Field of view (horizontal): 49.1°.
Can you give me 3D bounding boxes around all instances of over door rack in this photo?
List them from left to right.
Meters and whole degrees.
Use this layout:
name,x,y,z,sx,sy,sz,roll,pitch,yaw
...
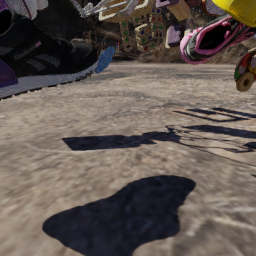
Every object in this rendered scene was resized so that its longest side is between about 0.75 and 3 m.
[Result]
name,x,y,z,sx,sy,sz,roll,pitch,yaw
over door rack,-0.948,-3.625,6.594,1.962,0.884,2.655,45,-10,-36

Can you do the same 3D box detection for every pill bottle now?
name,x,y,z,sx,sy,sz,roll,pitch,yaw
pill bottle,-2.811,-2.912,6.728,1.640,0.921,0.921,-35,27,-16

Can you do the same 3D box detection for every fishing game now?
name,x,y,z,sx,sy,sz,roll,pitch,yaw
fishing game,-0.604,-1.717,7.012,0.172,0.793,1.108,39,70,11

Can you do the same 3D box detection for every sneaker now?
name,x,y,z,sx,sy,sz,roll,pitch,yaw
sneaker,-1.261,-1.109,3.844,0.864,0.999,2.281,22,34,32
sneaker,1.663,-1.614,4.434,1.737,0.686,0.828,-35,4,7

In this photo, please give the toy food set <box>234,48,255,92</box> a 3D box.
name,x,y,z,sx,sy,sz,roll,pitch,yaw
toy food set,2.462,-1.185,5.553,0.871,0.862,0.212,-32,44,-2

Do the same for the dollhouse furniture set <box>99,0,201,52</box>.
name,x,y,z,sx,sy,sz,roll,pitch,yaw
dollhouse furniture set,-0.013,-3.040,6.577,2.907,2.303,2.063,0,-14,37

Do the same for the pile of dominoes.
name,x,y,z,sx,sy,sz,roll,pitch,yaw
pile of dominoes,0.541,-3.789,9.456,1.819,2.334,0.372,-31,42,-22

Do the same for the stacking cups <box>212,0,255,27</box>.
name,x,y,z,sx,sy,sz,roll,pitch,yaw
stacking cups,1.977,-2.374,3.132,0.726,2.401,0.726,22,36,-17

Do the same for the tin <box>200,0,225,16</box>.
name,x,y,z,sx,sy,sz,roll,pitch,yaw
tin,2.005,-2.731,6.193,0.888,0.497,0.186,-4,30,-25
